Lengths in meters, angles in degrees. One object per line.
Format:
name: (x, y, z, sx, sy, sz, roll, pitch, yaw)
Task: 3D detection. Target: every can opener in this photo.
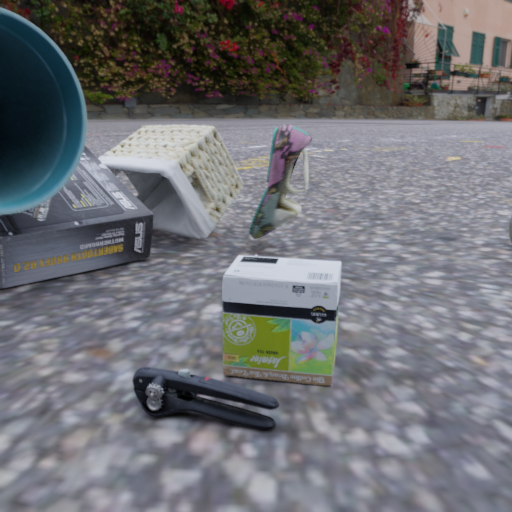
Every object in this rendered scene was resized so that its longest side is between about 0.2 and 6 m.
can opener: (-0.388, 1.033, 4.156, 1.150, 0.365, 0.452, 5, 17, 18)

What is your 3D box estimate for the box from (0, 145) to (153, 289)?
box: (-3.343, -0.843, 8.056, 2.542, 0.776, 3.210, -15, 40, -36)

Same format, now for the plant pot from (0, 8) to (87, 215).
plant pot: (-3.417, -1.577, 6.449, 1.985, 2.113, 2.113, 7, 17, 41)

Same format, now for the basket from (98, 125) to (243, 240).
basket: (-1.412, -1.292, 9.288, 2.081, 1.411, 1.284, 13, 52, 42)

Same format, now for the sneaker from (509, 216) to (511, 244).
sneaker: (4.417, -0.232, 8.160, 0.910, 0.641, 1.714, 5, 24, -4)

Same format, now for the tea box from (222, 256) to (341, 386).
tea box: (0.230, 0.534, 4.829, 0.944, 0.929, 0.631, 3, 17, 10)

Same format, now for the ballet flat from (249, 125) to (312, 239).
ballet flat: (0.398, -0.975, 8.288, 0.678, 1.905, 0.658, 20, 31, 8)
